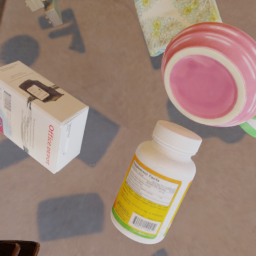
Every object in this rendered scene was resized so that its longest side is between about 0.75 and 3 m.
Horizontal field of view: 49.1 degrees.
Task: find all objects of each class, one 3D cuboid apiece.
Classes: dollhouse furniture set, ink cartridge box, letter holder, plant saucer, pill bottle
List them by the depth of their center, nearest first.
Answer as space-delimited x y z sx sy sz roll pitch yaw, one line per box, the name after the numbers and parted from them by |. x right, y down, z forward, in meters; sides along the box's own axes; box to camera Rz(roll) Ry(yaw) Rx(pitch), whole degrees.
-2.156 1.768 3.532 1.684 0.847 1.197 -10 34 15 | letter holder
1.267 -0.724 4.477 1.807 1.807 0.458 40 54 10 | plant saucer
0.547 0.958 5.231 1.150 1.150 2.071 24 104 6 | pill bottle
-1.744 -0.214 5.359 1.827 1.322 0.770 33 43 16 | ink cartridge box
-2.481 -3.209 6.646 1.159 1.423 1.353 -20 60 7 | dollhouse furniture set

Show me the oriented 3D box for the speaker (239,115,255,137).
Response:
2.928 -0.827 4.858 1.017 2.299 1.017 21 42 -20 | speaker

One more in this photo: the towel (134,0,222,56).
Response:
1.258 -2.957 7.198 1.958 0.472 1.676 -18 79 15 | towel
